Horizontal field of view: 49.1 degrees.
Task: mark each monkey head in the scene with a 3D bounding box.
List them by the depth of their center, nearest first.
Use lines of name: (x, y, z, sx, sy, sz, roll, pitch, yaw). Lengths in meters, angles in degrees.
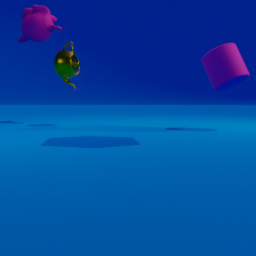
monkey head: (-3.213, -3.782, 10.426, 1.987, 1.197, 1.429, -7, 2, 25)

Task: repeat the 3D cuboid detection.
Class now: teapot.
teapot: (-1.952, -2.047, 9.270, 0.778, 1.589, 0.988, 1, 3, 14)

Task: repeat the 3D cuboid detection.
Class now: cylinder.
cylinder: (2.701, -1.674, 7.803, 0.989, 0.989, 0.989, -19, -11, -4)
